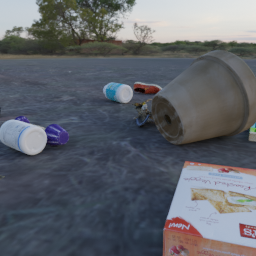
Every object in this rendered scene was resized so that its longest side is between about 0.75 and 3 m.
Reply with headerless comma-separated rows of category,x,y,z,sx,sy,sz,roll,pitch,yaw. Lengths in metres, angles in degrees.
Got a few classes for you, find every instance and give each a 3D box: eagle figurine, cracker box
eagle figurine,0.579,-0.432,8.803,0.873,0.878,1.157,36,15,-51
cracker box,1.285,1.120,3.769,1.307,0.563,1.951,5,18,17

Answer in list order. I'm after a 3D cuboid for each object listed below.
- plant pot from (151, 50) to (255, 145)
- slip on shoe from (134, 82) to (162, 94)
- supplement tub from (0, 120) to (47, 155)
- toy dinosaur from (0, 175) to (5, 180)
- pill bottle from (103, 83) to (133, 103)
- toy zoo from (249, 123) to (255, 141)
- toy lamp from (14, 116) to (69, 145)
plant pot,1.774,-0.570,7.125,1.988,2.292,2.292,-25,26,-21
slip on shoe,0.986,-1.891,13.880,1.526,0.565,0.467,12,60,11
supplement tub,-2.468,0.205,6.577,1.030,0.680,0.680,13,21,39
toy dinosaur,-2.636,1.211,3.397,1.241,0.668,2.816,13,15,-8
pill bottle,-0.500,-1.546,12.119,0.776,0.776,1.401,-13,21,-36
toy zoo,4.283,0.008,7.960,1.492,0.233,2.275,8,19,24
toy lamp,-2.264,0.072,7.279,1.937,0.564,0.564,14,22,40
